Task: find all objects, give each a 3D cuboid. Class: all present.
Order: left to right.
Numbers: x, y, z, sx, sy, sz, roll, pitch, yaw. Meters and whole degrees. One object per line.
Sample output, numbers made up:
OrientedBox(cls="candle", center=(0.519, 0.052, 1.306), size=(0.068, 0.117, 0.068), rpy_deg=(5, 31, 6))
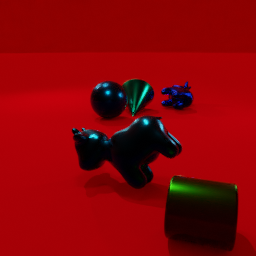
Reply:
OrientedBox(cls="ball", center=(-0.634, -0.937, 9.318), size=(1.256, 1.256, 1.256), rpy_deg=(0, 17, 0))
OrientedBox(cls="cow figurine", center=(-0.103, 0.272, 4.902), size=(1.625, 1.651, 0.906), rpy_deg=(47, 15, 13))
OrientedBox(cls="cone", center=(0.257, -0.852, 10.148), size=(1.324, 1.324, 1.329), rpy_deg=(2, 44, 8))
OrientedBox(cls="cow figurine", center=(2.123, -1.272, 11.073), size=(1.691, 0.943, 1.718), rpy_deg=(-12, 20, -25))
OrientedBox(cls="cylinder", center=(0.914, 1.040, 3.502), size=(0.796, 0.796, 0.796), rpy_deg=(5, 17, 17))
